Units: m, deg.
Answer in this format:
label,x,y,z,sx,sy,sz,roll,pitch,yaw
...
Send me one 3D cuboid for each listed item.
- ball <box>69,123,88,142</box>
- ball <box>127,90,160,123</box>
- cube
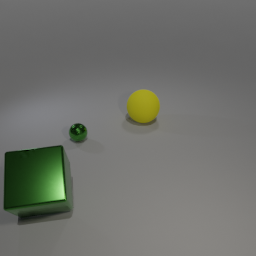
label,x,y,z,sx,sy,sz,roll,pitch,yaw
ball,-1.883,0.163,10.582,0.700,0.700,0.700,0,30,0
ball,0.642,-0.913,11.780,1.400,1.400,1.400,0,30,0
cube,-2.218,1.395,7.135,1.400,1.400,1.400,-7,66,-7
